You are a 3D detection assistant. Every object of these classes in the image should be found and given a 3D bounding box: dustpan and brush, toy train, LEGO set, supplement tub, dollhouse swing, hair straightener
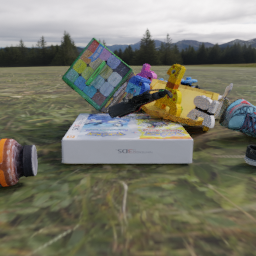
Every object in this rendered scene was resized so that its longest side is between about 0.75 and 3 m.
[{"bbox_3d":[2.916,-0.829,8.912,1.062,1.522,0.436,-5,39,-21],"label":"dustpan and brush"},{"bbox_3d":[1.573,-1.372,11.124,2.814,1.220,1.608,-10,8,-35],"label":"toy train"},{"bbox_3d":[0.911,-0.984,6.435,2.490,1.022,0.950,31,18,33],"label":"LEGO set"},{"bbox_3d":[-2.328,0.596,4.654,1.520,0.813,0.813,-2,15,-10],"label":"supplement tub"},{"bbox_3d":[1.328,-0.312,7.750,1.904,1.730,1.674,16,52,14],"label":"dollhouse swing"},{"bbox_3d":[0.169,-0.467,5.465,1.531,0.313,0.589,-12,-4,39],"label":"hair straightener"}]

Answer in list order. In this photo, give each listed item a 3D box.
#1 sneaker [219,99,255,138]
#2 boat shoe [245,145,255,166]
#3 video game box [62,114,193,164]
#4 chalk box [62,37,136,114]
[{"bbox_3d":[3.291,-0.158,7.166,2.070,0.821,0.989,3,29,-29],"label":"sneaker"},{"bbox_3d":[2.927,0.578,5.386,1.270,0.360,0.436,5,27,27],"label":"boat shoe"},{"bbox_3d":[-0.037,0.161,6.704,2.652,0.621,2.416,0,17,-2],"label":"video game box"},{"bbox_3d":[-0.753,-1.415,8.048,1.474,1.481,2.381,42,4,10],"label":"chalk box"}]
